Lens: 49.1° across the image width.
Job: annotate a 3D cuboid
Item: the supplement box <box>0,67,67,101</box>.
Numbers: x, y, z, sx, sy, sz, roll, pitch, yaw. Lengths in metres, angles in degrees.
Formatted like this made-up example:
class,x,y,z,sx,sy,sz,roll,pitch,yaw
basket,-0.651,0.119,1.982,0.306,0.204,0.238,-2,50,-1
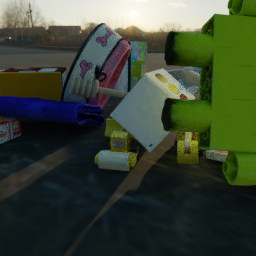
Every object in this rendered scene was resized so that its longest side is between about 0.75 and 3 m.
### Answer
class,x,y,z,sx,sy,sz,roll,pitch,yaw
supplement box,-2.925,-1.251,8.935,1.827,1.230,1.852,-2,18,-5

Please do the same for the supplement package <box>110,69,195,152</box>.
class,x,y,z,sx,sy,sz,roll,pitch,yaw
supplement package,0.585,-0.444,5.560,1.036,0.997,1.821,42,22,2

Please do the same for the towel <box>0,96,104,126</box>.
class,x,y,z,sx,sy,sz,roll,pitch,yaw
towel,-1.921,-0.459,6.717,2.402,0.595,1.774,6,0,13

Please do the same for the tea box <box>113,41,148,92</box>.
class,x,y,z,sx,sy,sz,roll,pitch,yaw
tea box,-0.249,-2.697,12.133,1.372,2.053,2.020,13,21,34

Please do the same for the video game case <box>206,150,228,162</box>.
class,x,y,z,sx,sy,sz,roll,pitch,yaw
video game case,2.473,0.429,4.784,1.840,0.161,1.316,-4,0,-11

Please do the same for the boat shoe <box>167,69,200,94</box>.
class,x,y,z,sx,sy,sz,roll,pitch,yaw
boat shoe,1.990,-2.003,11.662,2.940,1.026,1.047,12,25,41

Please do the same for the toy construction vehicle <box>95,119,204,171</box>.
class,x,y,z,sx,sy,sz,roll,pitch,yaw
toy construction vehicle,0.458,0.044,5.510,2.070,0.837,2.377,5,18,15

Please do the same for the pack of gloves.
class,x,y,z,sx,sy,sz,roll,pitch,yaw
pack of gloves,2.305,-1.627,9.528,0.473,2.015,2.399,31,12,-14

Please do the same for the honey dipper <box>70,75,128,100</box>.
class,x,y,z,sx,sy,sz,roll,pitch,yaw
honey dipper,-0.071,-0.771,6.647,2.558,0.486,0.486,10,15,-13

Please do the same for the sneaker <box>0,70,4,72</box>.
class,x,y,z,sx,sy,sz,roll,pitch,yaw
sneaker,-3.950,-1.803,11.073,2.822,1.135,1.248,8,12,27

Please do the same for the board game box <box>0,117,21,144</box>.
class,x,y,z,sx,sy,sz,roll,pitch,yaw
board game box,-3.553,0.074,6.055,1.858,0.430,1.407,6,17,17

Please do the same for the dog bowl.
class,x,y,z,sx,sy,sz,roll,pitch,yaw
dog bowl,-0.834,-1.550,8.033,0.983,2.665,2.665,27,19,-1

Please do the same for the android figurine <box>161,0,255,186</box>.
class,x,y,z,sx,sy,sz,roll,pitch,yaw
android figurine,1.934,-0.537,3.805,2.912,2.650,0.598,5,-3,-5
